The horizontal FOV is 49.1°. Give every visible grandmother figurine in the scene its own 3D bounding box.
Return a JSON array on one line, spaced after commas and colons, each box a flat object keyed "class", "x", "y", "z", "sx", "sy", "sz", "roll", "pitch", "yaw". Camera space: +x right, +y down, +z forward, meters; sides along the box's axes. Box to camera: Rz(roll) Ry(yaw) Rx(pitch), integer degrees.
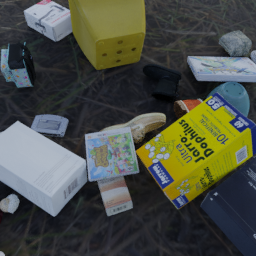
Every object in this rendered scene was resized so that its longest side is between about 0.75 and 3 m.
[{"class": "grandmother figurine", "x": -4.132, "y": 2.571, "z": 8.154, "sx": 1.971, "sy": 0.597, "sz": 1.195, "roll": -26, "pitch": 69, "yaw": -15}]

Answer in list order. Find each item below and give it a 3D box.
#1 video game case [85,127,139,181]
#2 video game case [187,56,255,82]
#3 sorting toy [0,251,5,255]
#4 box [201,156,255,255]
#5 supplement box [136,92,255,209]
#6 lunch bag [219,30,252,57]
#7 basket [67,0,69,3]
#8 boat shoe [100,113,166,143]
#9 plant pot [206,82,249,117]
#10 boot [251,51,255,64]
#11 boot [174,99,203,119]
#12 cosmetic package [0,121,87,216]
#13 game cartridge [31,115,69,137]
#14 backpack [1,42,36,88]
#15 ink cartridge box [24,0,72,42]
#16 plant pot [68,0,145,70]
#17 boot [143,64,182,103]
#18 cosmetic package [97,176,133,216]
[{"class": "video game case", "x": -0.537, "y": 0.772, "z": 8.752, "sx": 1.515, "sy": 0.184, "sz": 1.664, "roll": -10, "pitch": 54, "yaw": -2}, {"class": "video game case", "x": 3.896, "y": -2.413, "z": 11.276, "sx": 2.661, "sy": 0.293, "sz": 2.426, "roll": 1, "pitch": 30, "yaw": 1}, {"class": "sorting toy", "x": -3.784, "y": 4.241, "z": 6.756, "sx": 2.551, "sy": 1.363, "sz": 2.296, "roll": 39, "pitch": 44, "yaw": 24}, {"class": "box", "x": 3.621, "y": 2.324, "z": 7.946, "sx": 2.013, "sy": 1.151, "sz": 2.210, "roll": -30, "pitch": 60, "yaw": -19}, {"class": "supplement box", "x": 2.018, "y": 0.680, "z": 8.158, "sx": 2.949, "sy": 1.615, "sz": 1.605, "roll": -37, "pitch": 50, "yaw": 0}, {"class": "lunch bag", "x": 4.721, "y": -3.715, "z": 12.467, "sx": 0.963, "sy": 0.800, "sz": 1.148, "roll": -16, "pitch": 56, "yaw": -14}, {"class": "basket", "x": -1.846, "y": -5.789, "z": 13.618, "sx": 1.932, "sy": 1.457, "sz": 2.143, "roll": -11, "pitch": 59, "yaw": -12}, {"class": "boat shoe", "x": 0.226, "y": 0.176, "z": 9.700, "sx": 2.438, "sy": 0.880, "sz": 0.792, "roll": -17, "pitch": 62, "yaw": -5}, {"class": "plant pot", "x": 3.767, "y": -1.059, "z": 10.398, "sx": 1.642, "sy": 1.106, "sz": 1.642, "roll": 0, "pitch": 54, "yaw": 0}, {"class": "boot", "x": 6.011, "y": -2.925, "z": 11.859, "sx": 0.674, "sy": 0.875, "sz": 1.832, "roll": -21, "pitch": 57, "yaw": -14}, {"class": "boot", "x": 2.596, "y": -0.257, "z": 10.060, "sx": 1.138, "sy": 0.797, "sz": 2.123, "roll": -11, "pitch": 54, "yaw": -14}, {"class": "cosmetic package", "x": -2.888, "y": 1.172, "z": 8.650, "sx": 2.880, "sy": 1.169, "sz": 1.625, "roll": 27, "pitch": 49, "yaw": 20}, {"class": "game cartridge", "x": -2.854, "y": -0.103, "z": 10.258, "sx": 1.245, "sy": 0.259, "sz": 0.829, "roll": 7, "pitch": 51, "yaw": 5}, {"class": "backpack", "x": -4.292, "y": -2.366, "z": 11.040, "sx": 1.208, "sy": 1.576, "sz": 1.386, "roll": -14, "pitch": 59, "yaw": -3}, {"class": "ink cartridge box", "x": -3.698, "y": -5.223, "z": 13.505, "sx": 2.065, "sy": 0.876, "sz": 1.504, "roll": 34, "pitch": 61, "yaw": 20}, {"class": "plant pot", "x": -0.702, "y": -4.178, "z": 11.628, "sx": 2.938, "sy": 2.938, "sz": 2.591, "roll": -14, "pitch": 70, "yaw": -11}, {"class": "boot", "x": 1.269, "y": -1.777, "z": 11.227, "sx": 1.745, "sy": 0.646, "sz": 1.430, "roll": 16, "pitch": 59, "yaw": 9}, {"class": "cosmetic package", "x": -0.491, "y": 1.742, "z": 8.634, "sx": 0.837, "sy": 0.706, "sz": 1.619, "roll": -18, "pitch": 56, "yaw": -9}]
